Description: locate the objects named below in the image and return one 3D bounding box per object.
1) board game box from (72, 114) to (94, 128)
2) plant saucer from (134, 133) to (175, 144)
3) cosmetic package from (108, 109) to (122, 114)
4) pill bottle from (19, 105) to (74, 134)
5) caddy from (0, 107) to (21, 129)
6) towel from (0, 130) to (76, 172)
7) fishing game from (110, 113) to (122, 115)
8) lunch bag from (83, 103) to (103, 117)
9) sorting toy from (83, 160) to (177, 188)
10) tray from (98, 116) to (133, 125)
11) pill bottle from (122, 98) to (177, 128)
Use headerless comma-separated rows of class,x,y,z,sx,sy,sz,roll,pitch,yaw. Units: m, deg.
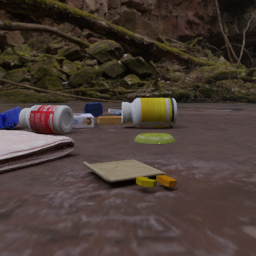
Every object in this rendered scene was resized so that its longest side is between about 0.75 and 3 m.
board game box,-2.553,-0.317,11.540,2.191,0.451,2.185,-1,7,-12
plant saucer,0.734,0.268,7.689,1.124,0.175,1.124,0,6,0
cosmetic package,-0.778,-1.106,18.928,1.045,0.265,0.431,4,3,-19
pill bottle,-2.730,-0.294,9.328,1.651,0.927,0.927,2,7,19
caddy,-4.378,-0.296,10.411,0.942,0.700,1.333,-20,12,1
towel,-2.917,0.390,5.465,2.773,0.447,2.649,5,8,32
fishing game,-0.232,-0.977,18.235,1.781,0.277,1.275,1,4,11
lunch bag,-2.107,-1.102,16.823,1.205,0.818,0.797,-2,6,-6
sorting toy,0.023,0.692,4.102,1.019,0.183,1.368,2,5,-27
tray,-0.425,-0.352,12.480,1.771,0.328,0.873,-2,7,-10
pill bottle,0.794,-0.587,10.831,2.048,1.147,1.147,0,7,-4
